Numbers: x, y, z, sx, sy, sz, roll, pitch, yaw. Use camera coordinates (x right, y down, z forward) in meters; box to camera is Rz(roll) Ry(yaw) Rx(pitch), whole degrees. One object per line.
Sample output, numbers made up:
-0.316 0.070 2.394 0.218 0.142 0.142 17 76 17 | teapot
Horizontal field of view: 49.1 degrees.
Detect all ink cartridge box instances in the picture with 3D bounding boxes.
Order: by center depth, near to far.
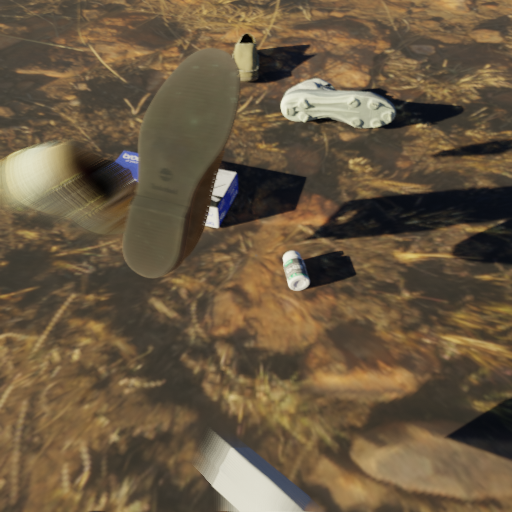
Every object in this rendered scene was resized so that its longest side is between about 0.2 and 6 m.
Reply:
-1.797 -1.404 11.596 2.600 0.575 1.222 13 46 13 | ink cartridge box

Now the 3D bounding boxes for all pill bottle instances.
0.709 0.260 10.118 0.386 0.386 0.682 -7 46 -7 | pill bottle

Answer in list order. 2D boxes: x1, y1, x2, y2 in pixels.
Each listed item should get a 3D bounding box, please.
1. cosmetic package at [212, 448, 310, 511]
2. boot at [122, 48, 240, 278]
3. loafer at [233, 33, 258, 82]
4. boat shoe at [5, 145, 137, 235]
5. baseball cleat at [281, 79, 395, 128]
0.035 2.577 6.136 0.961 0.433 0.513 30 93 40 | cosmetic package
-0.924 -1.222 7.540 1.110 3.017 1.138 22 10 12 | boot
-0.320 -5.499 15.486 0.766 0.679 2.015 -3 46 -3 | loafer
-2.238 -0.920 8.090 0.897 2.701 1.000 -11 81 24 | boat shoe
2.016 -3.849 13.704 2.749 0.958 1.463 7 47 6 | baseball cleat
